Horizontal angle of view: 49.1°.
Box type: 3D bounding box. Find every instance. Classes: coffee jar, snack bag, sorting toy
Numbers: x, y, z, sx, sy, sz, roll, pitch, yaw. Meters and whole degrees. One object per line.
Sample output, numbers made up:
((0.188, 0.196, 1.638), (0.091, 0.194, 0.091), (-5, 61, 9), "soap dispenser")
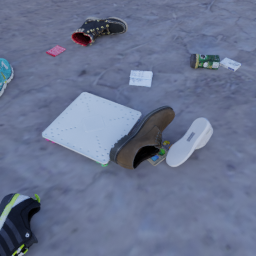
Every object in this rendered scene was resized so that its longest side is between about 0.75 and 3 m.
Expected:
((3.293, -2.866, 12.079), (1.231, 0.525, 0.642), (6, 48, 4), "coffee jar")
((0.525, -2.058, 11.612), (0.934, 0.106, 0.991), (6, 47, 5), "snack bag")
((0.973, 0.684, 9.007), (1.074, 0.144, 0.800), (-33, 55, -27), "sorting toy")

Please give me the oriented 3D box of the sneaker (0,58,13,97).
((-5.190, -2.113, 11.107), (0.895, 0.920, 2.310), (-3, 46, -4), "sneaker")

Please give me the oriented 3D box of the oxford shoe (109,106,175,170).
((0.738, 0.338, 8.681), (1.128, 0.971, 2.672), (27, 62, 35), "oxford shoe")

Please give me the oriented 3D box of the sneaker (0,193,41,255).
((-2.705, 2.707, 6.557), (1.088, 0.942, 2.628), (11, 52, -6), "sneaker")

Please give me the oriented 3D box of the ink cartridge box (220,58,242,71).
((4.535, -2.838, 12.310), (0.754, 0.153, 0.755), (33, 55, 27), "ink cartridge box")

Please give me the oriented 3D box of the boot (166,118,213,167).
((2.000, 0.561, 8.756), (1.807, 0.864, 0.665), (-50, 50, 4), "boot")

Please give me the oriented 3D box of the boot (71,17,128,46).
((-1.400, -4.645, 13.500), (2.412, 0.883, 1.816), (16, 48, 19), "boot")

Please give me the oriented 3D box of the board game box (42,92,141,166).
((-1.173, -0.057, 9.582), (2.492, 0.322, 2.493), (22, 51, 19), "board game box")

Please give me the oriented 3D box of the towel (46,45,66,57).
((-3.365, -3.602, 13.076), (0.574, 0.089, 0.793), (27, 52, 22), "towel")
